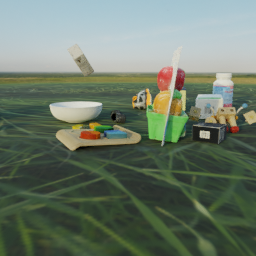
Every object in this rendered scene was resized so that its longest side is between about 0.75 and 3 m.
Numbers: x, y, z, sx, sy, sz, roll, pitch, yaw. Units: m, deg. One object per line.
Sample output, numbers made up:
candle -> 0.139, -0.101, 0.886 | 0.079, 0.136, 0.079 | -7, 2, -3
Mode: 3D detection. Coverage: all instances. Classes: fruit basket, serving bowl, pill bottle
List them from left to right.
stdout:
serving bowl -> -2.088, -0.633, 11.377 | 2.097, 0.690, 2.097 | 1, 12, 0
fruit basket -> 1.313, -0.980, 8.304 | 1.247, 2.660, 2.464 | 15, 12, 2
pill bottle -> 5.009, -1.930, 14.787 | 1.012, 1.862, 1.012 | 0, 12, 0

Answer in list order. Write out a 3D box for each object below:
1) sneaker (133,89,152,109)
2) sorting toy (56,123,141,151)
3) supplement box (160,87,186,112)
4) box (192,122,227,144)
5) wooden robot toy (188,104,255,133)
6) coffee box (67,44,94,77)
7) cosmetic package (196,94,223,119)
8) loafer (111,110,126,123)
sneaker -> 0.722, -1.558, 15.280 | 1.000, 1.013, 2.589 | -7, 11, 1
sorting toy -> -1.106, 0.098, 8.599 | 2.040, 0.367, 2.738 | -6, 13, -27
supplement box -> 2.198, -1.412, 13.863 | 1.213, 1.211, 0.814 | 1, 12, 3
box -> 2.381, 0.122, 8.179 | 0.791, 0.490, 0.778 | 8, 14, 33
wooden robot toy -> 3.202, -0.190, 9.661 | 2.265, 0.998, 1.028 | 0, -24, 5
coffee box -> -1.560, -2.242, 9.323 | 0.388, 0.556, 0.973 | -33, -28, -1
cosmetic package -> 3.650, -0.982, 12.573 | 1.141, 0.900, 2.121 | 1, 13, 15
loafer -> -0.488, -0.482, 11.215 | 0.466, 0.450, 1.327 | 5, 13, -22
